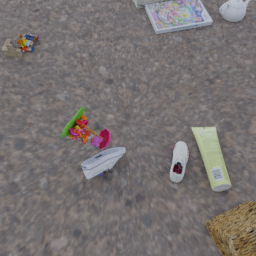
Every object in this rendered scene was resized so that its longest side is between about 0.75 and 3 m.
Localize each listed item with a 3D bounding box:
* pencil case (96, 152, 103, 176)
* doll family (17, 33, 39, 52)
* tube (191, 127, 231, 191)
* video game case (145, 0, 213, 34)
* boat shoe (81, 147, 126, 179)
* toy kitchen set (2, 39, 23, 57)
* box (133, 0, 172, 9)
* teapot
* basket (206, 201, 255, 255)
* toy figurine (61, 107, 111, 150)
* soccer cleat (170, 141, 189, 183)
[{"bbox_3d":[-0.923,1.187,9.152,0.321,0.348,0.753,24,55,-29],"label":"pencil case"},{"bbox_3d":[-4.391,-3.820,12.104,0.716,0.520,1.154,8,59,5],"label":"doll family"},{"bbox_3d":[2.783,0.915,9.241,0.598,0.669,2.304,-32,50,32],"label":"tube"},{"bbox_3d":[2.350,-5.354,13.205,2.706,0.244,1.937,-12,59,-7],"label":"video game case"},{"bbox_3d":[-0.728,1.079,8.854,1.691,0.553,0.622,-21,18,-37],"label":"boat shoe"},{"bbox_3d":[-4.856,-3.502,11.836,0.793,0.647,0.715,6,59,4],"label":"toy kitchen set"},{"bbox_3d":[1.266,-6.481,13.634,1.989,0.680,0.817,-15,60,-8],"label":"box"},{"bbox_3d":[4.931,-5.570,12.974,1.164,0.861,1.179,23,62,14],"label":"teapot"},{"bbox_3d":[3.389,3.048,7.894,1.777,1.324,1.268,-22,94,-13],"label":"basket"},{"bbox_3d":[-0.971,0.154,7.206,1.090,0.889,1.185,31,24,1],"label":"toy figurine"},{"bbox_3d":[1.704,1.018,9.073,0.531,0.656,1.521,11,59,7],"label":"soccer cleat"}]
